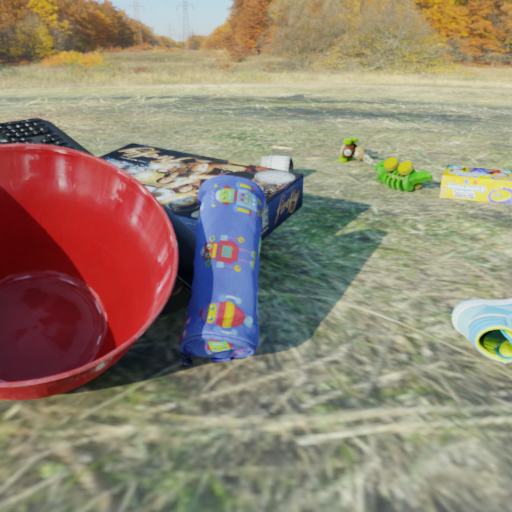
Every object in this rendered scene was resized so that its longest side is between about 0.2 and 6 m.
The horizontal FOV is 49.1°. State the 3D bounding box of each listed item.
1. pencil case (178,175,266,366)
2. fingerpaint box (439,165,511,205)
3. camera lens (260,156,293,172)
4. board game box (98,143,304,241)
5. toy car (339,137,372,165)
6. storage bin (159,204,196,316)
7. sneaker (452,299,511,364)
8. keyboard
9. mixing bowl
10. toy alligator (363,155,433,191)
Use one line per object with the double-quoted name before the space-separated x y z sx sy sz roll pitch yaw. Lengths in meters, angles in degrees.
"pencil case" -0.405 0.194 7.439 0.990 1.102 2.538 2 61 3
"fingerpaint box" 5.859 -1.922 14.799 1.763 0.647 1.471 9 23 22
"camera lens" 0.617 -2.551 16.286 0.880 0.704 0.704 5 22 12
"board game box" -1.593 -1.179 10.836 4.255 0.736 2.882 14 31 24
"toy car" 3.333 -3.386 18.457 0.957 0.786 0.755 31 35 31
"storage bin" -1.394 0.220 8.166 1.041 1.550 1.128 -30 30 31
"sneaker" 3.593 1.000 7.459 1.682 0.669 1.098 -8 19 6
"keyboard" -4.656 -2.001 12.382 2.846 1.083 5.467 -27 50 -36
"mixing bowl" -2.653 0.427 6.628 3.282 1.778 3.282 8 49 -10
"toy alligator" 3.737 -2.256 15.650 0.718 0.784 2.645 -50 38 -8
